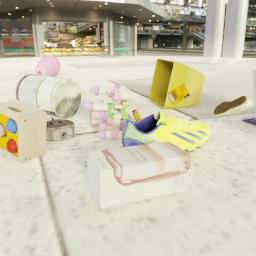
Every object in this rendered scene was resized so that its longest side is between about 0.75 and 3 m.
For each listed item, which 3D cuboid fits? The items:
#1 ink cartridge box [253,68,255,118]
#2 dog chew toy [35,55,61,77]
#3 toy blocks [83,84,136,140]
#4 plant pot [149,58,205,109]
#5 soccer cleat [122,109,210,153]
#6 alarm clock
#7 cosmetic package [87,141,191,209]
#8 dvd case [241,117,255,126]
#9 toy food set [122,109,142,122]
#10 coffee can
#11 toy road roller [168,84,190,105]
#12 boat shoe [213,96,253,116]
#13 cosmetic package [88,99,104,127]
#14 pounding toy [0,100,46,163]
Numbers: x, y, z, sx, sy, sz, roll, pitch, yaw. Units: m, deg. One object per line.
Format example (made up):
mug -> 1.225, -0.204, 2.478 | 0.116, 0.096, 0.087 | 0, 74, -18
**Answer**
ink cartridge box -> 5.473, -0.926, 8.955 | 1.983, 1.974, 2.703 | -10, 20, 8
dog chew toy -> -6.441, -4.735, 22.147 | 1.731, 1.731, 2.780 | 3, 28, 8
toy blocks -> -0.756, -0.606, 9.202 | 1.509, 1.676, 1.793 | 1, 20, -15
plant pot -> 2.383, -2.044, 13.339 | 1.863, 2.112, 2.112 | 6, 16, -17
soccer cleat -> 1.198, 0.057, 7.869 | 2.943, 1.231, 0.951 | -9, 20, -26
alarm clock -> -2.189, 0.084, 9.024 | 1.090, 0.538, 1.616 | -11, 24, -31
cosmetic package -> 0.208, 0.908, 5.868 | 1.960, 0.855, 1.013 | -8, 19, -22
dvd case -> 5.104, -0.186, 10.444 | 1.010, 0.109, 1.359 | -8, 20, -19
toy food set -> 0.141, -0.331, 10.555 | 1.196, 0.538, 0.571 | -7, 22, 47
coffee can -> -3.271, -1.340, 11.553 | 2.181, 1.596, 1.596 | 11, 21, 31
toy road roller -> 1.672, -1.148, 9.497 | 0.767, 0.471, 0.560 | -31, -13, 29
boat shoe -> 2.992, -0.560, 8.033 | 0.381, 0.423, 1.173 | 29, -30, -25
cosmetic package -> -1.164, -0.558, 10.223 | 0.491, 0.949, 0.414 | -12, 21, -32
pounding toy -> -3.195, 0.141, 7.580 | 1.612, 1.484, 1.146 | 21, 25, 29
